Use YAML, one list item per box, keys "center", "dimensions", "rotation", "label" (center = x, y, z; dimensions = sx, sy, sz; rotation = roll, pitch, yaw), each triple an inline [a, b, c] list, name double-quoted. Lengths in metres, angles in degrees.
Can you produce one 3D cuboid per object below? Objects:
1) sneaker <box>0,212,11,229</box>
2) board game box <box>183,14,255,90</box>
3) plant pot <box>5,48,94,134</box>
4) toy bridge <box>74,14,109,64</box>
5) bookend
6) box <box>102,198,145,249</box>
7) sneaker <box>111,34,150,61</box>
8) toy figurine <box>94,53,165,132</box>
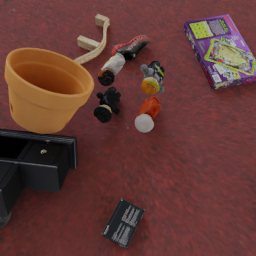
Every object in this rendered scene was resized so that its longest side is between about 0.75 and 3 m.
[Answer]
- center: [-4.267, 2.044, 6.830]
  dimensions: [2.719, 1.033, 1.234]
  rotation: [-5, 51, -7]
  label: "sneaker"
- center: [3.243, -2.736, 9.792]
  dimensions: [1.765, 0.475, 2.941]
  rotation: [-13, 62, -3]
  label: "board game box"
- center: [-2.127, -0.874, 7.273]
  dimensions: [2.146, 1.502, 2.146]
  rotation: [19, 33, -13]
  label: "plant pot"
- center: [-1.355, -2.948, 9.914]
  dimensions: [0.919, 0.372, 2.733]
  rotation: [24, 64, 12]
  label: "toy bridge"
- center: [-2.588, 1.115, 6.761]
  dimensions: [2.217, 1.028, 2.231]
  rotation: [7, 33, 3]
  label: "bookend"
- center: [-0.106, 2.358, 6.951]
  dimensions: [0.697, 0.389, 0.987]
  rotation: [26, 64, 10]
  label: "box"
- center: [0.203, -2.719, 9.703]
  dimensions: [1.473, 0.521, 0.720]
  rotation: [-27, 64, -12]
  label: "sneaker"
- center: [0.027, -0.969, 7.887]
  dimensions: [1.955, 1.925, 1.360]
  rotation: [16, 44, 7]
  label: "toy figurine"
